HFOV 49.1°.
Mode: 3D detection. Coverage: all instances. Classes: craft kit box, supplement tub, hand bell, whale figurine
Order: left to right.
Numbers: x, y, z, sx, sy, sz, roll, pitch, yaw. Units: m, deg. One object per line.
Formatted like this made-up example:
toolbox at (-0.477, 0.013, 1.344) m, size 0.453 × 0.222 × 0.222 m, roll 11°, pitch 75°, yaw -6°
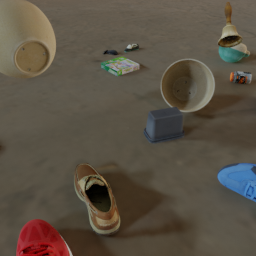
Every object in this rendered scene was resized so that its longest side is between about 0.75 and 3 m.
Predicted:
craft kit box at (-0.401, -3.087, 13.946) m, size 1.383 × 0.340 × 1.401 m, roll -23°, pitch 41°, yaw -34°
hand bell at (2.846, -3.001, 7.921) m, size 0.653 × 0.653 × 1.255 m, roll 1°, pitch 77°, yaw 1°
whale figurine at (5.575, -3.997, 14.854) m, size 1.668 × 1.088 × 2.097 m, roll 31°, pitch 21°, yaw 25°
supplement tub at (5.040, -2.259, 12.533) m, size 0.836 × 0.512 × 0.512 m, roll 6°, pitch 35°, yaw 9°

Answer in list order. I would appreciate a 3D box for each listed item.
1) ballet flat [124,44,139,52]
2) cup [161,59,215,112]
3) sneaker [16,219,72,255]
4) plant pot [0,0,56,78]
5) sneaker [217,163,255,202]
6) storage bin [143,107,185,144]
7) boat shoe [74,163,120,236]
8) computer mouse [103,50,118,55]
ballet flat at (0.204, -4.678, 16.239) m, size 1.006 × 0.344 × 0.342 m, roll -23°, pitch 42°, yaw -30°
cup at (2.193, -1.536, 10.565) m, size 1.894 × 1.894 × 1.354 m, roll 5°, pitch 4°, yaw 7°
sneaker at (-1.438, 2.333, 4.794) m, size 1.098 × 1.619 × 2.802 m, roll -16°, pitch 37°, yaw -22°
plant pot at (-2.695, -2.095, 7.222) m, size 2.019 × 2.019 × 1.356 m, roll -21°, pitch 47°, yaw -28°
sneaker at (3.353, 1.536, 6.685) m, size 2.434 × 0.802 × 0.954 m, roll 15°, pitch 35°, yaw 20°
storage bin at (1.189, -0.181, 9.175) m, size 1.291 × 0.867 × 0.940 m, roll -10°, pitch 35°, yaw -15°
boat shoe at (-0.756, 1.501, 6.743) m, size 0.826 × 0.806 × 2.182 m, roll -15°, pitch 37°, yaw -21°
computer mouse at (-0.964, -4.293, 15.782) m, size 0.839 × 0.221 × 0.581 m, roll 12°, pitch 35°, yaw 17°
